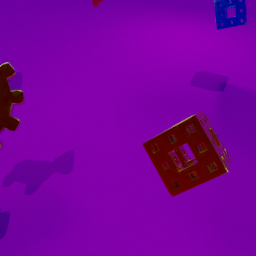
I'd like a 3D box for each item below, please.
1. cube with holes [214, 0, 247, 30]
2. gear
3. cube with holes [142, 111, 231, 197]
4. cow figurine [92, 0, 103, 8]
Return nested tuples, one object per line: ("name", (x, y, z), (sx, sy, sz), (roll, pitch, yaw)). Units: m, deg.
("cube with holes", (3.404, -3.797, 9.231), (0.906, 0.906, 0.906), (-3, 18, 26))
("gear", (-2.877, -0.467, 4.782), (2.048, 2.048, 0.379), (-16, 6, -17))
("cube with holes", (0.869, 0.337, 4.017), (0.826, 0.826, 0.826), (61, 23, 5))
("cow figurine", (-1.105, -3.067, 5.667), (1.437, 0.789, 1.414), (8, -2, 16))
